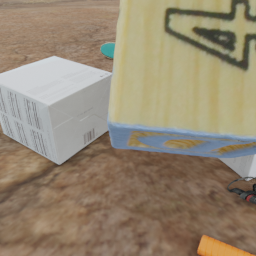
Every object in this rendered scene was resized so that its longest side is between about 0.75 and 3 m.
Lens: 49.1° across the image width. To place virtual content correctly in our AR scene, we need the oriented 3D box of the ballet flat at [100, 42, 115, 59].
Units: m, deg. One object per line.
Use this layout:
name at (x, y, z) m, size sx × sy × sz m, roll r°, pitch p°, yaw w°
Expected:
ballet flat at (-0.149, -3.921, 14.503) m, size 2.538 × 0.882 × 0.882 m, roll 9°, pitch 34°, yaw 11°

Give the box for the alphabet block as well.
alphabet block at (1.174, -1.057, 5.350) m, size 2.852 × 2.904 × 2.837 m, roll 6°, pitch -11°, yaw -2°

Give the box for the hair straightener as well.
hair straightener at (3.308, 1.635, 6.154) m, size 2.179 × 0.446 × 0.838 m, roll 18°, pitch 36°, yaw 33°

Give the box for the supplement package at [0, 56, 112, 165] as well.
supplement package at (-2.126, -0.690, 8.290) m, size 2.563 × 1.885 × 2.451 m, roll 22°, pitch 39°, yaw 30°

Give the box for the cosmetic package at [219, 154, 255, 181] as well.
cosmetic package at (2.970, 0.466, 7.150) m, size 0.730 × 1.183 × 1.187 m, roll -14°, pitch 35°, yaw -21°

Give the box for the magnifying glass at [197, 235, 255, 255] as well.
magnifying glass at (2.604, 2.487, 4.543) m, size 2.936 × 0.329 × 1.169 m, roll 13°, pitch 61°, yaw 31°
